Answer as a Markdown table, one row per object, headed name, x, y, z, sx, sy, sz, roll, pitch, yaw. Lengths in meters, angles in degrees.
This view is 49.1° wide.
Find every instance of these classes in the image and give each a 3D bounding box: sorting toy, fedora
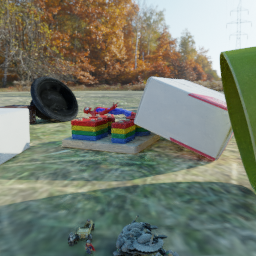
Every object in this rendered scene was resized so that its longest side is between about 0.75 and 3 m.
| name | x | y | z | sx | sy | sz | roll | pitch | yaw |
| --- | --- | --- | --- | --- | --- | --- | --- | --- | --- |
| sorting toy | -0.356 | 0.042 | 7.288 | 1.954 | 0.680 | 1.943 | 4 | 10 | 22 |
| fedora | -3.167 | -1.004 | 11.485 | 1.051 | 2.301 | 2.301 | -30 | -7 | 30 |

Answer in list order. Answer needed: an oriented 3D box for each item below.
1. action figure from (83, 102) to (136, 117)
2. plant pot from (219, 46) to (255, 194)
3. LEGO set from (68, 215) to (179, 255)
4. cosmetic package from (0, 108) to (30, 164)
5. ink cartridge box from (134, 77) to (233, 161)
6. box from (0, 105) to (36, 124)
| name | x | y | z | sx | sy | sz | roll | pitch | yaw |
| --- | --- | --- | --- | --- | --- | --- | --- | --- | --- |
| action figure | -0.646 | -0.764 | 12.481 | 2.727 | 0.705 | 0.892 | -2 | 12 | 5 |
| plant pot | 2.563 | -0.312 | 3.679 | 2.188 | 2.047 | 2.047 | -14 | 6 | 15 |
| LEGO set | -0.043 | 1.005 | 2.607 | 1.100 | 0.312 | 0.714 | 2 | 10 | 10 |
| cosmetic package | -3.057 | 0.213 | 5.318 | 1.395 | 0.980 | 2.750 | 0 | 9 | 3 |
| ink cartridge box | 1.681 | -0.388 | 6.905 | 2.013 | 1.138 | 2.748 | 25 | 18 | 20 |
| box | -4.255 | -0.404 | 9.927 | 0.999 | 0.748 | 1.996 | 3 | 11 | 13 |
